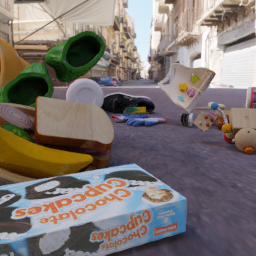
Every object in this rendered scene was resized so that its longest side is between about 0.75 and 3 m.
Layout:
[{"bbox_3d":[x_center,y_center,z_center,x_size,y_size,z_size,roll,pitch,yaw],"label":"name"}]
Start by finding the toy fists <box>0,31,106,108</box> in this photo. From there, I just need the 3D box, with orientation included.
[{"bbox_3d":[-1.726,-1.235,6.362,2.702,0.929,1.377,-42,10,-14],"label":"toy fists"}]

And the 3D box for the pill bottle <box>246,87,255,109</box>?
[{"bbox_3d":[6.794,-1.391,13.381,2.083,1.160,1.160,4,11,21],"label":"pill bottle"}]

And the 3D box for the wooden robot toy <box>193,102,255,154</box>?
[{"bbox_3d":[2.740,0.193,6.250,2.506,1.104,1.137,2,46,11],"label":"wooden robot toy"}]

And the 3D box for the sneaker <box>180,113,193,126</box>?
[{"bbox_3d":[1.940,-0.277,9.293,0.436,0.431,1.099,7,1,13],"label":"sneaker"}]

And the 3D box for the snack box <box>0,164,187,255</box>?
[{"bbox_3d":[-0.634,0.858,2.863,2.129,0.395,1.237,-7,12,-23],"label":"snack box"}]

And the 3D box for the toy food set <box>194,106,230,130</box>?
[{"bbox_3d":[3.260,-0.199,9.102,1.662,0.412,2.615,-3,18,-15],"label":"toy food set"}]

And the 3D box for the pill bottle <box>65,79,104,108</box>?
[{"bbox_3d":[-2.004,-1.432,12.492,1.533,1.533,2.727,-3,11,-14],"label":"pill bottle"}]

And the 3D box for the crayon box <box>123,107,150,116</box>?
[{"bbox_3d":[0.333,-0.644,11.254,0.956,0.246,0.601,-2,-12,-13],"label":"crayon box"}]

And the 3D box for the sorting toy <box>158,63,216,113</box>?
[{"bbox_3d":[1.848,-1.450,9.423,1.450,1.610,0.860,35,-7,11],"label":"sorting toy"}]

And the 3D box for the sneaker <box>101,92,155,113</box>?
[{"bbox_3d":[-0.006,-1.058,12.426,2.444,0.926,1.070,-2,16,-10],"label":"sneaker"}]

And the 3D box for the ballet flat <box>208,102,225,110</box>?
[{"bbox_3d":[4.402,-1.095,14.160,0.361,0.361,1.039,-7,13,-35],"label":"ballet flat"}]

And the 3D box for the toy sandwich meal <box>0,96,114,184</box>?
[{"bbox_3d":[-1.310,0.030,4.359,2.388,0.818,2.388,23,22,-10],"label":"toy sandwich meal"}]

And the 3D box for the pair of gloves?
[{"bbox_3d":[0.347,-0.300,10.042,1.525,0.216,1.896,-5,12,-37],"label":"pair of gloves"}]

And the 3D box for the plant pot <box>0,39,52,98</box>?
[{"bbox_3d":[-4.136,-1.328,9.427,2.893,2.893,2.649,5,-4,27],"label":"plant pot"}]
